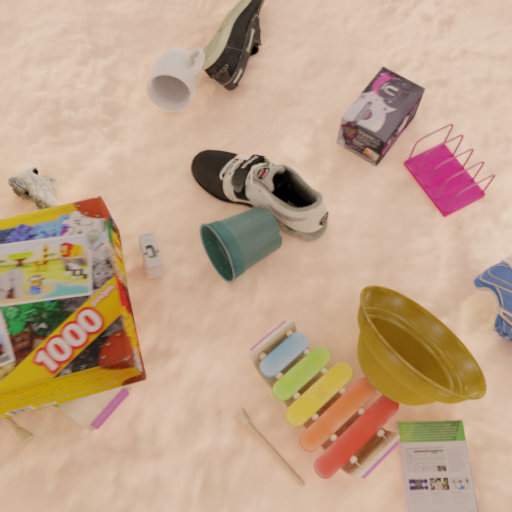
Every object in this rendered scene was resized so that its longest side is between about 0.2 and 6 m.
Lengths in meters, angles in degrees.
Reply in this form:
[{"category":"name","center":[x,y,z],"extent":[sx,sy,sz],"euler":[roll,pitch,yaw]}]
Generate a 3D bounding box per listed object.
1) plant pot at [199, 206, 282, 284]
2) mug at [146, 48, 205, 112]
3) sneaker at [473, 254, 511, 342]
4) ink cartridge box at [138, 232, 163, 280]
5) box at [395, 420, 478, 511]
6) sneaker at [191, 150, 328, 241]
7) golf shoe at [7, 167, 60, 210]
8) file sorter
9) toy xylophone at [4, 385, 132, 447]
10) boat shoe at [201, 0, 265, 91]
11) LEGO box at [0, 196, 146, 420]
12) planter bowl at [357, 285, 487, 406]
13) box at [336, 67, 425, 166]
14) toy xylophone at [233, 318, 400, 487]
[{"category":"plant pot","center":[-0.257,-0.313,11.286],"extent":[1.291,1.318,1.318],"euler":[-27,69,-19]},{"category":"mug","center":[-1.746,-4.236,12.926],"extent":[1.465,1.082,1.285],"euler":[-20,46,35]},{"category":"sneaker","center":[5.217,1.430,10.724],"extent":[1.125,1.106,2.921],"euler":[-26,69,17]},{"category":"ink cartridge box","center":[-2.154,0.010,11.446],"extent":[0.332,0.577,0.790],"euler":[-12,68,-16]},{"category":"box","center":[3.182,3.798,9.948],"extent":[1.214,0.306,1.682],"euler":[-1,67,0]},{"category":"sneaker","center":[0.073,-1.613,11.722],"extent":[3.294,1.458,1.220],"euler":[26,70,12]},{"category":"golf shoe","center":[-4.532,-1.380,12.069],"extent":[1.648,0.645,0.801],"euler":[36,65,13]},{"category":"file sorter","center":[4.172,-1.888,12.068],"extent":[1.094,0.987,1.574],"euler":[-27,69,-11]},{"category":"toy xylophone","center":[-3.945,2.101,10.435],"extent":[2.194,0.753,2.997],"euler":[-40,72,-16]},{"category":"boat shoe","center":[-0.383,-5.407,13.750],"extent":[1.091,1.159,3.228],"euler":[36,58,-25]},{"category":"LEGO box","center":[-4.245,1.055,9.598],"extent":[4.097,1.581,3.051],"euler":[-15,67,-6]},{"category":"planter bowl","center":[2.662,1.843,10.060],"extent":[2.694,2.694,1.122],"euler":[42,115,16]},{"category":"box","center":[2.778,-3.159,12.606],"extent":[1.171,1.017,1.772],"euler":[34,70,14]},{"category":"toy xylophone","center":[0.992,2.771,10.132],"extent":[3.041,0.764,2.227],"euler":[39,72,15]}]
